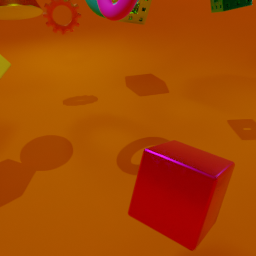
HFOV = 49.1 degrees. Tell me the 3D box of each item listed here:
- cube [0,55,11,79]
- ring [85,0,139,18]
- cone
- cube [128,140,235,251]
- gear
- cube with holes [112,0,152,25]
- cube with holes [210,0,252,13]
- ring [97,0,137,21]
[{"bbox_3d":[-3.219,-1.188,5.827,0.914,0.914,0.914,-29,32,27],"label":"cube"},{"bbox_3d":[-0.286,-3.360,6.381,1.704,1.704,0.341,-22,49,-30],"label":"ring"},{"bbox_3d":[-2.749,-3.331,6.469,1.307,1.311,1.307,-7,10,1],"label":"cone"},{"bbox_3d":[0.706,0.789,3.662,0.938,0.938,0.938,21,15,29],"label":"cube"},{"bbox_3d":[-2.101,-3.601,8.953,1.170,1.170,0.216,-10,30,-14],"label":"gear"},{"bbox_3d":[0.106,-4.578,9.986,1.153,1.153,1.153,2,51,-14],"label":"cube with holes"},{"bbox_3d":[2.688,-3.550,7.391,0.786,0.786,0.786,-13,21,-2],"label":"cube with holes"},{"bbox_3d":[-0.173,-2.625,4.981,0.272,1.360,1.360,-3,30,-34],"label":"ring"}]
